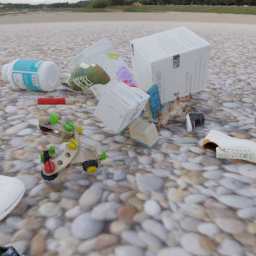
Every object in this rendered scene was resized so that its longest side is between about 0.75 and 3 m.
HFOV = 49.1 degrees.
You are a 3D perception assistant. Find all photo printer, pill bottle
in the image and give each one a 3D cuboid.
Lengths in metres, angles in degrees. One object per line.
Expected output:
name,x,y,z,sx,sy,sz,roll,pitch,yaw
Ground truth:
photo printer,-3.533,1.725,7.019,1.620,0.563,1.348,7,29,14
pill bottle,-5.275,-2.860,15.051,2.818,1.561,1.561,8,28,14

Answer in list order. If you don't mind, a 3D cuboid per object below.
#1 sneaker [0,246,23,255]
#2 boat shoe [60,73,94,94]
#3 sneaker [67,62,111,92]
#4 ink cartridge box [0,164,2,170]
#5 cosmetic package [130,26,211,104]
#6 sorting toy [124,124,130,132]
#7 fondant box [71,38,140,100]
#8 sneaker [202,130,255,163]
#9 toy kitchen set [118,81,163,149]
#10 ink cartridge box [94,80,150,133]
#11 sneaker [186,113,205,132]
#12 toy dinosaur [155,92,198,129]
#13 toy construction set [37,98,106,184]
sneaker,-2.179,2.584,5.368,1.276,0.517,0.472,7,27,14
boat shoe,-2.581,-2.191,14.751,2.575,0.927,0.799,23,61,41
sneaker,-1.459,-1.625,9.647,1.077,0.804,2.399,-44,29,-7
ink cartridge box,-4.572,1.123,8.599,1.130,0.246,0.980,-15,30,-27
cosmetic package,1.945,-2.991,13.367,2.948,2.430,2.432,-20,44,-12
sorting toy,0.263,-0.139,11.195,1.155,0.170,0.854,-11,28,-20
fondant box,-0.972,-2.401,12.390,1.869,2.590,0.754,-41,7,-23
sneaker,3.349,0.790,8.932,2.061,0.750,0.872,21,51,39
toy kitchen set,0.883,-0.350,10.761,2.005,1.474,2.502,24,55,38
ink cartridge box,-0.205,-0.769,9.508,1.094,1.089,1.505,38,35,12
sneaker,2.683,-0.270,11.050,0.731,0.521,1.475,0,22,11
toy dinosaur,1.933,-0.748,11.467,1.433,0.908,2.115,-31,-7,39
toy construction set,-1.595,0.282,8.132,1.890,2.460,2.051,-3,35,-17
